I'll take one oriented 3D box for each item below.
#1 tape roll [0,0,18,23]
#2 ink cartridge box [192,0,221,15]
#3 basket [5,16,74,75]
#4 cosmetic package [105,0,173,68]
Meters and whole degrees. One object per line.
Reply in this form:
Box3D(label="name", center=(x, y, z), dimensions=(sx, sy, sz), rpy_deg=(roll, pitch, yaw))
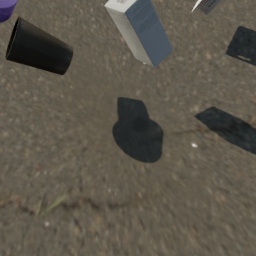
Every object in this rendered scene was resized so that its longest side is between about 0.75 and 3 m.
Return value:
Box3D(label="tape roll", center=(-3.535, -3.321, 6.759), dimensions=(1.589, 0.521, 1.589), rpy_deg=(23, 48, -27))
Box3D(label="ink cartridge box", center=(2.828, -4.432, 9.230), dimensions=(0.545, 0.925, 1.606), rpy_deg=(35, 69, -8))
Box3D(label="basket", center=(-2.252, -2.006, 7.234), dimensions=(1.471, 1.000, 1.326), rpy_deg=(19, 42, -30))
Box3D(label="cosmetic package", center=(0.308, -2.482, 7.036), dimensions=(0.761, 1.793, 0.965), rpy_deg=(-46, 47, -5))
